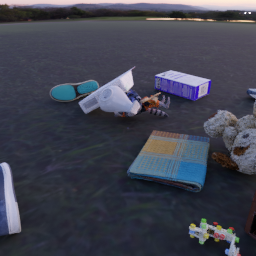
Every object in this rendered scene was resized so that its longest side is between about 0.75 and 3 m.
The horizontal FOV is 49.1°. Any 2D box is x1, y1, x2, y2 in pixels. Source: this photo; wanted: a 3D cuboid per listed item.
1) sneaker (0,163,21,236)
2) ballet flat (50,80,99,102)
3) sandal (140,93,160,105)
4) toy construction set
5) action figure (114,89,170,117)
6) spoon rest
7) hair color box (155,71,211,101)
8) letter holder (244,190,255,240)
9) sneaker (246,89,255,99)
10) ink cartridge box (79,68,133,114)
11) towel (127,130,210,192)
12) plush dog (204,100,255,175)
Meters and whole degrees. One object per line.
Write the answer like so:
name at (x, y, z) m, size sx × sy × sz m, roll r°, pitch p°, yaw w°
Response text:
sneaker at (-3.461, 1.645, 6.440) m, size 1.654 × 0.870 × 2.289 m, roll -9°, pitch 29°, yaw -23°
ballet flat at (-2.615, -1.762, 13.569) m, size 2.483 × 0.862 × 0.862 m, roll -13°, pitch 29°, yaw -28°
sandal at (0.902, -1.019, 10.643) m, size 1.108 × 0.364 × 0.406 m, roll -24°, pitch -1°, yaw -42°
toy construction set at (1.818, 2.228, 5.707) m, size 1.069 × 0.492 × 0.701 m, roll 27°, pitch 12°, yaw 30°
action figure at (0.511, -0.783, 11.166) m, size 2.271 × 1.228 × 2.348 m, roll -8°, pitch 23°, yaw -1°
spoon rest at (-0.316, -0.917, 9.989) m, size 2.090 × 1.039 × 0.634 m, roll 28°, pitch -4°, yaw 46°
hair color box at (2.740, -2.212, 14.276) m, size 1.373 × 0.814 × 2.512 m, roll -24°, pitch 37°, yaw -38°
letter holder at (4.050, 1.765, 5.809) m, size 2.500 × 1.257 × 1.777 m, roll -16°, pitch 32°, yaw -29°
sneaker at (6.885, -1.901, 13.383) m, size 2.373 × 1.024 × 0.921 m, roll 0°, pitch 26°, yaw -1°
ink cartridge box at (-0.714, -1.722, 12.415) m, size 2.174 × 0.677 × 2.701 m, roll -27°, pitch 11°, yaw 24°
towel at (1.398, 0.878, 8.672) m, size 2.084 × 0.308 × 2.842 m, roll 9°, pitch 26°, yaw 17°
plush dog at (3.671, 0.482, 8.320) m, size 2.489 × 1.997 × 2.137 m, roll -19°, pitch 31°, yaw 32°
